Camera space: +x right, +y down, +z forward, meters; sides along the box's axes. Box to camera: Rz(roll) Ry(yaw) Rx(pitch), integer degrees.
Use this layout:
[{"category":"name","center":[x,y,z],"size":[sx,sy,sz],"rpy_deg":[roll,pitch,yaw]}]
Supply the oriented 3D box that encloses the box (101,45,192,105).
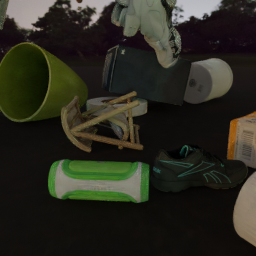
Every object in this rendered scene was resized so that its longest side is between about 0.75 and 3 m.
[{"category":"box","center":[0.554,-2.080,11.099],"size":[2.812,1.743,2.764],"rpy_deg":[9,8,-13]}]

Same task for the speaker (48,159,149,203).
[{"category":"speaker","center":[-0.408,0.786,4.193],"size":[1.438,0.636,0.636],"rpy_deg":[1,15,5]}]

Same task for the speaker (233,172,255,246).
[{"category":"speaker","center":[2.105,1.113,2.302],"size":[0.964,0.964,2.375],"rpy_deg":[-8,17,-28]}]

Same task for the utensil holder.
[{"category":"utensil holder","center":[3.446,-2.149,12.747],"size":[1.894,1.894,2.229],"rpy_deg":[12,21,38]}]

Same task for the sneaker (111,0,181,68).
[{"category":"sneaker","center":[0.522,-2.861,8.100],"size":[1.710,2.975,1.118],"rpy_deg":[-24,48,-9]}]

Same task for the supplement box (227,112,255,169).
[{"category":"supplement box","center":[3.401,0.335,5.240],"size":[1.569,0.915,2.490],"rpy_deg":[-15,22,-42]}]

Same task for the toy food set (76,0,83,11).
[{"category":"toy food set","center":[-1.674,-4.398,8.706],"size":[0.217,1.378,0.876],"rpy_deg":[-20,27,2]}]

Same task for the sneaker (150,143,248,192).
[{"category":"sneaker","center":[1.241,0.629,4.667],"size":[1.739,0.689,0.656],"rpy_deg":[-3,14,-16]}]

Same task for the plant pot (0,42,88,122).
[{"category":"plant pot","center":[-2.608,-1.316,9.528],"size":[2.399,2.399,2.564],"rpy_deg":[8,1,29]}]

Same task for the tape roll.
[{"category":"tape roll","center":[-0.410,-0.824,10.532],"size":[2.308,0.422,2.308],"rpy_deg":[0,14,0]}]

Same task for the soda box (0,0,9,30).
[{"category":"soda box","center":[-2.816,-3.100,5.527],"size":[1.013,0.941,2.968],"rpy_deg":[7,41,-23]}]

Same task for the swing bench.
[{"category":"swing bench","center":[-0.586,-0.190,6.944],"size":[1.771,1.149,1.761],"rpy_deg":[-5,16,1]}]
